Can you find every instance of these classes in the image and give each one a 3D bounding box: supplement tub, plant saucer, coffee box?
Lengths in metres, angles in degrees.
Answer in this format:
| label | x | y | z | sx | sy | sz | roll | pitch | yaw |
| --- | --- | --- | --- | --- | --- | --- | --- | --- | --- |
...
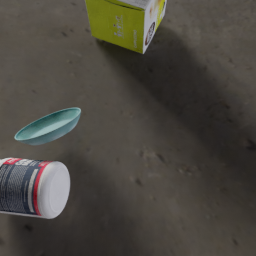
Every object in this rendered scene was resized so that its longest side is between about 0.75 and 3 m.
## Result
| label | x | y | z | sx | sy | sz | roll | pitch | yaw |
| --- | --- | --- | --- | --- | --- | --- | --- | --- | --- |
| supplement tub | -2.421 | 1.371 | 6.550 | 1.832 | 1.286 | 1.286 | 3 | 62 | 12 |
| plant saucer | -1.994 | -0.007 | 7.221 | 1.778 | 0.320 | 1.778 | -17 | 20 | 7 |
| coffee box | 0.011 | -4.029 | 9.082 | 2.025 | 2.022 | 2.002 | 23 | 69 | 10 |
